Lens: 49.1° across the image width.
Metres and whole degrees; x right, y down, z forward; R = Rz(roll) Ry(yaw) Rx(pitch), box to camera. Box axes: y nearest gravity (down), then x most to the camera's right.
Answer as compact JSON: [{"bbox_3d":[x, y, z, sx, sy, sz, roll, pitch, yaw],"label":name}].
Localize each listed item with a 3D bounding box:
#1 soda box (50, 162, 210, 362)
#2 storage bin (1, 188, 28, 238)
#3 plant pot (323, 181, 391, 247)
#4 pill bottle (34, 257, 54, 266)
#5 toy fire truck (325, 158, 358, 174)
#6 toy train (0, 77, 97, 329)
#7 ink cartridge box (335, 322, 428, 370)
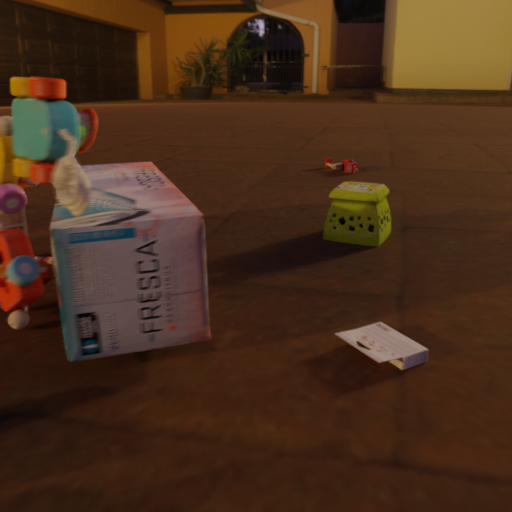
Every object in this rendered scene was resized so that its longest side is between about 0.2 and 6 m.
[{"bbox_3d":[-1.923,-0.299,7.955,1.627,1.513,4.758,-7,17,-16],"label":"soda box"},{"bbox_3d":[-4.939,-0.876,8.964,2.115,2.100,0.991,4,19,10],"label":"storage bin"},{"bbox_3d":[1.954,-0.846,10.634,1.100,1.003,1.105,8,20,23],"label":"plant pot"},{"bbox_3d":[-3.388,0.163,8.749,0.530,0.302,0.302,1,19,9],"label":"pill bottle"},{"bbox_3d":[2.637,-2.805,17.399,0.867,0.300,1.230,-1,20,-2],"label":"toy fire truck"},{"bbox_3d":[-2.531,-0.647,6.709,0.873,2.358,3.139,-9,-20,-44],"label":"toy train"},{"bbox_3d":[1.409,1.043,6.386,0.713,0.181,0.809,-9,21,-27],"label":"ink cartridge box"}]
